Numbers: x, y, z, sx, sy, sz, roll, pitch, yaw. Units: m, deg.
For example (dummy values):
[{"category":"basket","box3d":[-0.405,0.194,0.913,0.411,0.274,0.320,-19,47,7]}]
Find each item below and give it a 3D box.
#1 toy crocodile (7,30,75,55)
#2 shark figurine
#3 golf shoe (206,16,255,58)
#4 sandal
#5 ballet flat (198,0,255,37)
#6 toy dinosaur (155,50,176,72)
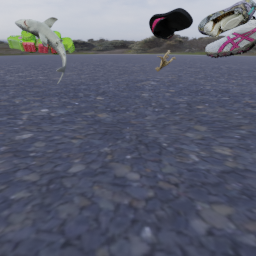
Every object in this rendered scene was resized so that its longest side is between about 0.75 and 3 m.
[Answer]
[{"category":"toy crocodile","box3d":[-2.321,-2.253,7.542,1.746,0.589,0.539,1,57,-10]},{"category":"shark figurine","box3d":[-1.573,-1.643,5.667,0.560,1.343,0.802,-19,22,51]},{"category":"golf shoe","box3d":[3.651,-2.938,8.823,2.558,1.178,0.929,-8,10,38]},{"category":"sandal","box3d":[1.086,-2.952,8.194,0.825,0.495,2.197,36,-3,-19]},{"category":"ballet flat","box3d":[2.564,-2.870,7.690,0.676,0.676,1.880,-12,1,-32]},{"category":"toy dinosaur","box3d":[1.130,-2.028,8.583,0.371,0.644,1.273,44,-4,5]}]
